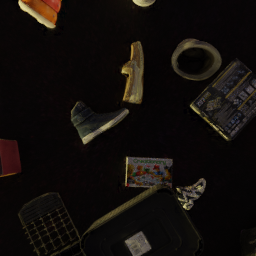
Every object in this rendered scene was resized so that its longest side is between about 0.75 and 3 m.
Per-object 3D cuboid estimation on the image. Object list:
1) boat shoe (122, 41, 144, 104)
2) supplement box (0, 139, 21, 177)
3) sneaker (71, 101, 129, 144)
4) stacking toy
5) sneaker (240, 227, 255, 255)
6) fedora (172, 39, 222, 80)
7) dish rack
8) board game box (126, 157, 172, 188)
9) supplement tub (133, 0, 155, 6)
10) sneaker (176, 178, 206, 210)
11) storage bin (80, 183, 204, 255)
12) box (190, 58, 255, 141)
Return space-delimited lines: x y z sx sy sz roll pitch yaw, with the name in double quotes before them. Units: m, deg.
"boat shoe" 0.153 -2.015 10.072 0.751 0.837 2.263 1 84 -6
"supplement box" -5.284 1.215 9.344 2.818 1.555 1.207 -11 84 -1
"sneaker" -1.079 -0.532 9.949 1.964 0.747 1.419 -32 87 -2
"stacking toy" -1.936 -3.297 6.921 0.999 0.999 1.367 37 100 4
"sneaker" 4.044 4.087 9.084 2.963 1.122 1.297 -36 45 -23
"fedora" 2.379 -2.565 10.028 1.754 1.551 0.792 15 49 -17
"dish rack" -2.702 3.457 9.582 1.760 0.626 2.295 -27 84 -4
"board game box" 0.748 1.580 9.948 1.619 0.280 1.022 2 83 0
"supplement tub" 0.615 -5.272 10.037 1.072 1.625 1.072 0 84 -1
"sneaker" 2.105 2.144 9.781 0.790 0.485 1.214 35 95 -5
"storage bin" 0.319 2.560 6.572 2.417 1.133 1.634 -31 83 0
"box" 3.748 -1.017 10.093 1.903 0.580 2.361 43 85 3
